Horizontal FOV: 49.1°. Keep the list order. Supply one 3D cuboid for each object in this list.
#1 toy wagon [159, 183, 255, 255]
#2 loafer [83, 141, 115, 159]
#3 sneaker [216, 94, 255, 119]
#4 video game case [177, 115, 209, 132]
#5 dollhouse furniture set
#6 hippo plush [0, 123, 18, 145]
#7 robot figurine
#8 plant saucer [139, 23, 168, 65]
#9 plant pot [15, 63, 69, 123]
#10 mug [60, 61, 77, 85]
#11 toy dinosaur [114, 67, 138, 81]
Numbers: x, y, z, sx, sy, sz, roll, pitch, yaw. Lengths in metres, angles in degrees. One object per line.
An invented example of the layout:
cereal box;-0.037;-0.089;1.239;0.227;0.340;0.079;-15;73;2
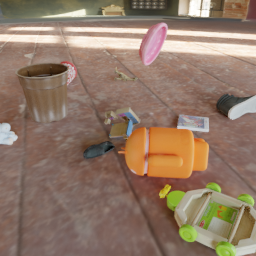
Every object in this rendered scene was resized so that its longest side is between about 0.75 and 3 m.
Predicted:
toy wagon;1.929;2.076;6.849;2.464;0.487;1.912;16;32;29
loafer;-0.963;0.739;9.419;1.195;0.406;0.419;-21;26;-40
sneaker;5.025;-1.201;12.539;2.473;0.874;1.227;-19;38;-24
video game case;2.672;-0.209;11.488;1.226;0.141;1.117;6;28;12
dollhouse furniture set;-0.265;0.054;10.849;1.276;0.882;1.352;-9;53;30
hippo plush;-4.576;0.129;10.154;0.990;0.796;0.789;-3;28;-6
robot figurine;1.027;0.725;8.355;2.566;1.496;1.846;3;47;3
plant saucer;0.988;-3.495;11.560;0.458;1.808;1.808;31;37;15
plant pot;-3.455;-1.458;11.782;2.097;2.076;2.097;1;28;0
mug;-3.697;-2.721;15.536;1.161;1.544;1.740;34;30;-14
toy dinosaur;-0.384;-3.083;16.644;2.032;0.591;1.027;33;27;35
